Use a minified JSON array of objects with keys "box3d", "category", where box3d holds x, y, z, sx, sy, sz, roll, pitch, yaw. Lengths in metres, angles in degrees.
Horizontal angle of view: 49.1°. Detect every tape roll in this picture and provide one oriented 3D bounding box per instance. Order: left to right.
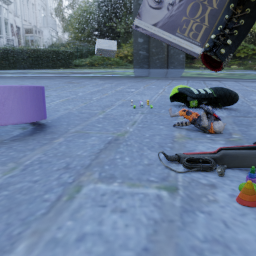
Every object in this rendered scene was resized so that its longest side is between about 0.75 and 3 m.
[{"box3d":[-3.709,-0.605,7.469,2.932,0.962,2.932,-2,6,0],"category":"tape roll"}]

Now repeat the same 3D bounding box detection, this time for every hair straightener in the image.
[{"box3d":[1.479,0.537,4.889,1.906,0.390,0.733,2,14,7],"category":"hair straightener"}]

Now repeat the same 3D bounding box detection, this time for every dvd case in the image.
[{"box3d":[1.362,-3.089,6.322,1.833,2.466,0.197,31,20,16],"category":"dvd case"}]

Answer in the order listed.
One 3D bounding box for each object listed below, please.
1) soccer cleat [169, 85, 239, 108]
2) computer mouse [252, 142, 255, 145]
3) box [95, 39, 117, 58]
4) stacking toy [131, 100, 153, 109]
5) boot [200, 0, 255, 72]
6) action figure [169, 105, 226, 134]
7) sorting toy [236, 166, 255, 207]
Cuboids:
[{"box3d":[2.896,-1.125,10.903,2.623,0.886,1.063,9,38,27],"category":"soccer cleat"},{"box3d":[2.902,0.432,5.640,0.705,0.231,1.003,3,14,8],"category":"computer mouse"},{"box3d":[-0.934,-3.353,11.805,0.830,0.441,0.632,4,-16,-12],"category":"box"},{"box3d":[0.533,-0.955,11.138,0.754,0.235,1.001,-2,15,-6],"category":"stacking toy"},{"box3d":[2.995,-3.047,7.787,1.097,2.295,3.039,31,-5,17],"category":"boot"},{"box3d":[1.990,-0.165,7.604,1.419,0.767,1.467,22,0,40],"category":"action figure"},{"box3d":[1.775,0.790,4.055,0.322,0.320,0.928,7,17,26],"category":"sorting toy"}]
